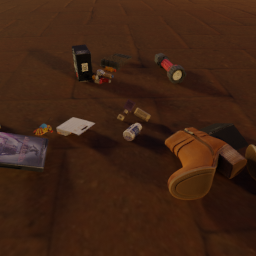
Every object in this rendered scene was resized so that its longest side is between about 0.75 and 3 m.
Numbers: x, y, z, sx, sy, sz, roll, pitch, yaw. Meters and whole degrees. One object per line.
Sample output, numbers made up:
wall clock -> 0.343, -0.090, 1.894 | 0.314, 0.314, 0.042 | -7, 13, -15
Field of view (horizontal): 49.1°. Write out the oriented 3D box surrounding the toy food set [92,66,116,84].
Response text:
toy food set -> -1.169, -2.599, 14.090 | 0.605, 0.642, 1.344 | 17, 35, 23

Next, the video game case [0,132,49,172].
video game case -> -3.817, 0.686, 8.881 | 2.374, 0.225, 1.696 | 8, 28, -14

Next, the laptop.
laptop -> 3.315, 0.388, 10.208 | 1.319, 0.816, 1.409 | -18, 10, -26

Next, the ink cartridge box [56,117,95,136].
ink cartridge box -> -1.935, 0.006, 10.490 | 1.166, 0.292, 0.946 | 17, 37, 30

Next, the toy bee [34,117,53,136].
toy bee -> -3.018, 0.039, 10.336 | 0.854, 0.464, 0.559 | -44, 10, -16

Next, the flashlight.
flashlight -> 2.130, -3.282, 14.899 | 0.909, 0.906, 2.676 | -12, 37, -12

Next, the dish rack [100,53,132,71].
dish rack -> -0.640, -3.889, 16.204 | 1.314, 0.467, 1.713 | 22, 38, 27

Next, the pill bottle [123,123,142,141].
pill bottle -> 0.190, 0.124, 10.278 | 0.420, 0.420, 0.757 | 20, 39, 27

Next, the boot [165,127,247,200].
boot -> 1.837, 0.933, 8.611 | 2.921, 1.076, 2.260 | -11, 34, -32

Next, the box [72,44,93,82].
box -> -2.353, -3.356, 14.467 | 0.773, 1.485, 1.352 | -10, 35, -13

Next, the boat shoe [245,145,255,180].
boat shoe -> 4.137, 1.312, 8.357 | 0.643, 0.710, 1.993 | 2, 43, -8

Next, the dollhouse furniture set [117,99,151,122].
dollhouse furniture set -> 0.275, -0.466, 11.461 | 1.124, 0.891, 0.798 | 31, -2, 6
